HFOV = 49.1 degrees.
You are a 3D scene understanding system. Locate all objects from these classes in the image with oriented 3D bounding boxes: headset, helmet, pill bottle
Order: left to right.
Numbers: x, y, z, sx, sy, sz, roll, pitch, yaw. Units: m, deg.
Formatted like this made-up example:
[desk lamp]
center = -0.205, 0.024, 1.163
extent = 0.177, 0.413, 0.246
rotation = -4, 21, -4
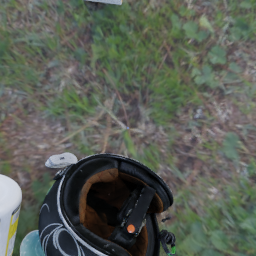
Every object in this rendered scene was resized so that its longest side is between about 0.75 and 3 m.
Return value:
[pill bottle]
center = -3.375, 2.477, 6.463
extent = 1.466, 1.466, 2.617
rotation = 19, 111, 3
[helmet]
center = -0.514, 2.225, 6.280
extent = 2.935, 2.798, 2.935
rotation = 9, 48, -10
[headset]
center = 0.986, 2.619, 6.785
extent = 0.420, 0.552, 0.893
rotation = -31, 46, 19

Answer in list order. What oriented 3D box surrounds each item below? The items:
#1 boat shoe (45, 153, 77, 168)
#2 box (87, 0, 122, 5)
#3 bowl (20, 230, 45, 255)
[boat shoe]
center = -1.788, 0.911, 7.544
extent = 0.323, 0.983, 0.354
rotation = -36, 75, 25
[box]
center = -0.660, -5.010, 7.649
extent = 1.281, 2.409, 1.834
rotation = 9, 71, 1
[bowl]
center = -2.241, 3.120, 7.234
extent = 0.935, 0.489, 0.935
rotation = -4, 72, 12
